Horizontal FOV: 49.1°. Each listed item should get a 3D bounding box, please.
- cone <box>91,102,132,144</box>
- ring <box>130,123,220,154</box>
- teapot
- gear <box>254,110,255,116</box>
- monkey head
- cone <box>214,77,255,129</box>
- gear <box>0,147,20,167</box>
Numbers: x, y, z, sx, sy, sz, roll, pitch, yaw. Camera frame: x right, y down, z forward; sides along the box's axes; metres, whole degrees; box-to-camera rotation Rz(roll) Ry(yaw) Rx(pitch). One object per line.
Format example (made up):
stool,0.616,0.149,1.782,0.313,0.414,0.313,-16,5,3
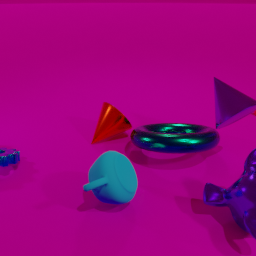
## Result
cone,-0.584,0.039,7.013,0.987,0.984,0.984,-48,45,-14
ring,1.049,0.190,6.364,1.997,0.399,1.997,-1,9,0
teapot,-0.287,0.897,4.896,0.733,0.930,1.496,-26,-11,22
gear,4.511,-0.469,8.421,1.318,0.244,1.318,0,26,0
monkey head,1.797,1.045,4.354,1.090,0.913,1.515,14,58,3
cone,2.024,-0.648,5.785,0.991,0.991,0.995,-17,72,-30
gear,-2.880,0.610,5.842,1.147,0.212,1.147,2,6,0
